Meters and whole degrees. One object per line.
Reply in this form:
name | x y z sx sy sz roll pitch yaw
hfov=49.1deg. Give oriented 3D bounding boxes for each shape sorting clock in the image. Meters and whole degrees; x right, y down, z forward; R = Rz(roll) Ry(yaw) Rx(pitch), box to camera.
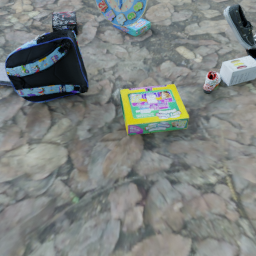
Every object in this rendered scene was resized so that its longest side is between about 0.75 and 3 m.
shape sorting clock | -0.241 -3.792 7.925 1.802 1.802 0.353 26 45 22

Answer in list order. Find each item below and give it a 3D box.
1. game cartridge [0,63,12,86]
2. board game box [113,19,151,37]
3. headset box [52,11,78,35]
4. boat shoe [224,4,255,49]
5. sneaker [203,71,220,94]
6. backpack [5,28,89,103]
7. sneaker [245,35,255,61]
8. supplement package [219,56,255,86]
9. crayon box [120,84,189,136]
game cartridge | -4.413 -2.069 10.877 1.786 0.343 1.158 7 43 11
board game box | 0.185 -5.063 13.684 1.489 0.335 1.133 34 55 27
headset box | -3.045 -5.082 13.530 1.157 0.584 1.556 -8 47 -7
boat shoe | 3.867 -3.362 9.393 0.501 1.770 0.608 -6 50 52
sneaker | 3.219 -1.894 10.478 0.429 0.689 1.286 24 51 21
backpack | -2.807 -2.102 9.757 2.474 2.258 1.664 -15 39 1
sneaker | 6.111 -3.008 11.463 2.568 0.938 1.436 26 55 32
supplement package | 4.272 -2.198 10.768 1.238 0.678 0.704 -16 49 -14
crayon box | 0.821 -0.642 9.384 1.982 0.578 1.710 -7 49 -6
